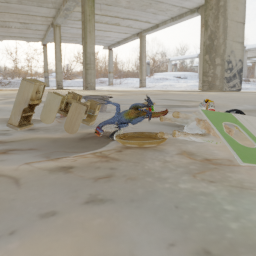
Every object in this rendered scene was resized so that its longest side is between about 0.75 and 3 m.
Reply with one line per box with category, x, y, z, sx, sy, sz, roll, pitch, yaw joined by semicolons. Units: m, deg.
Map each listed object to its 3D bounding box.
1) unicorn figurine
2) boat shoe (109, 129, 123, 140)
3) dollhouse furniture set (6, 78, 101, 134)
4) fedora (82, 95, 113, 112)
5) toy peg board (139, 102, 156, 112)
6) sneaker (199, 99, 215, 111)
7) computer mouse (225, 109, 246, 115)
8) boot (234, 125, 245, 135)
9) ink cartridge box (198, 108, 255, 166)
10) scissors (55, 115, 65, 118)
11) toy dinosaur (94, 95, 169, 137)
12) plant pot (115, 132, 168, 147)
unicorn figurine;1.872;-0.026;7.687;1.937;1.041;2.820;6;16;-14
boat shoe;-0.382;0.197;9.278;0.242;0.297;0.803;8;20;17
dollhouse furniture set;-2.758;-0.482;10.663;2.852;1.894;2.499;22;10;3
fedora;-1.826;-1.452;16.646;1.884;0.962;2.130;-4;9;-23
toy peg board;1.030;-1.159;16.788;0.993;0.488;0.998;-25;21;-31
sneaker;4.820;-1.400;16.945;0.719;0.758;1.846;-1;9;-6
computer mouse;5.331;-0.819;14.775;1.597;0.368;1.121;5;10;29
boot;4.036;-0.105;9.467;1.854;0.675;1.441;3;11;-26
ink cartridge box;2.367;0.384;4.164;2.391;0.573;1.740;4;25;-7
scissors;-3.208;-0.644;14.255;1.002;0.191;2.739;4;9;12
toy dinosaur;-0.063;-0.193;9.351;2.039;1.180;2.247;-27;-38;37
plant pot;0.410;0.344;8.502;1.614;0.222;1.614;-2;9;0
